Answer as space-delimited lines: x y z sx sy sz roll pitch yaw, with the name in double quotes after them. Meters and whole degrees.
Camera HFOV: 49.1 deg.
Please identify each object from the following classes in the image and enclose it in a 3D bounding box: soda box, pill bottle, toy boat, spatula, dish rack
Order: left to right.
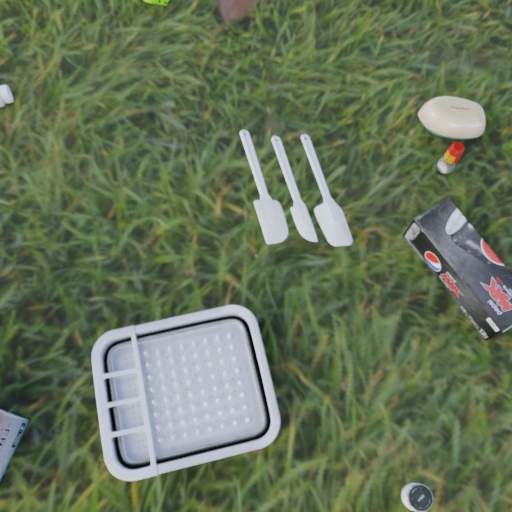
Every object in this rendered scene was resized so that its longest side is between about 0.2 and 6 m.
-6.100 2.561 9.151 4.195 1.435 1.334 19 71 7 "soda box"
-5.626 -3.347 11.893 0.788 0.446 0.446 -18 71 -6 "pill bottle"
-1.213 2.318 9.681 2.932 0.638 2.516 -12 69 -4 "dish rack"
0.708 -1.339 10.754 1.897 0.219 2.729 -2 58 -22 "spatula"
3.974 -2.513 11.501 1.392 0.769 1.655 11 62 0 "toy boat"
3.902 0.237 10.363 0.901 0.806 2.546 -31 73 -11 "soda box"

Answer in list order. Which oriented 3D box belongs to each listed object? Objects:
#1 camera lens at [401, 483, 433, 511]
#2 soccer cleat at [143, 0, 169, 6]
2.614 3.934 9.127 0.427 0.534 0.427 0 70 0 "camera lens"
-2.346 -6.514 13.067 0.729 0.607 1.798 9 60 -27 "soccer cleat"
